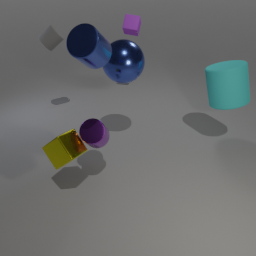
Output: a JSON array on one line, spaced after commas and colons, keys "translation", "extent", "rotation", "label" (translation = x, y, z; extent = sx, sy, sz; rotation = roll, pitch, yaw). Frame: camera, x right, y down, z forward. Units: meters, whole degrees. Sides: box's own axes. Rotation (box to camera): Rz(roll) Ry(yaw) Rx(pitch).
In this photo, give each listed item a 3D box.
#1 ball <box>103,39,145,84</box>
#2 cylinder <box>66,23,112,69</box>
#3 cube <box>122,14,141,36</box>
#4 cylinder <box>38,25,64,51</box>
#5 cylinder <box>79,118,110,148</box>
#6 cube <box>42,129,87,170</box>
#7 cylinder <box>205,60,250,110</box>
[{"translation": [-0.153, -2.155, 9.113], "extent": [1.400, 1.400, 1.400], "rotation": [0, 30, 0], "label": "ball"}, {"translation": [-0.771, -1.632, 5.662], "extent": [0.700, 0.700, 0.700], "rotation": [11, -2, 19], "label": "cylinder"}, {"translation": [0.188, -4.817, 13.129], "extent": [0.700, 0.700, 0.700], "rotation": [12, -2, 7], "label": "cube"}, {"translation": [-2.946, -3.452, 10.749], "extent": [0.700, 0.700, 0.700], "rotation": [-40, 31, 9], "label": "cylinder"}, {"translation": [-0.905, 0.159, 7.660], "extent": [0.700, 0.700, 0.700], "rotation": [4, -13, 8], "label": "cylinder"}, {"translation": [-1.642, 0.549, 7.324], "extent": [0.700, 0.700, 0.700], "rotation": [-32, 1, 31], "label": "cube"}, {"translation": [3.507, -1.529, 9.871], "extent": [1.400, 1.400, 1.400], "rotation": [-12, 21, 5], "label": "cylinder"}]
